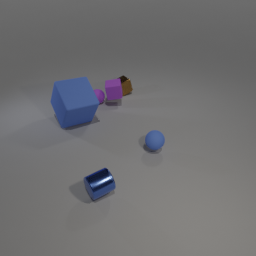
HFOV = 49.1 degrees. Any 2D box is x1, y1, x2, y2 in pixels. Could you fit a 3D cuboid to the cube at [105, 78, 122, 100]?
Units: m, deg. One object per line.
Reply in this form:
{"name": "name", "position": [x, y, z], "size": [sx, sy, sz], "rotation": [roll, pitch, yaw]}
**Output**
{"name": "cube", "position": [-0.658, -1.795, 13.013], "size": [0.700, 0.700, 0.700], "rotation": [-7, 37, 3]}

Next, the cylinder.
{"name": "cylinder", "position": [-0.818, 1.591, 8.037], "size": [0.700, 0.700, 0.700], "rotation": [-23, 38, -23]}

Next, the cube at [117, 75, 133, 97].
{"name": "cube", "position": [-0.270, -2.169, 14.415], "size": [0.700, 0.700, 0.700], "rotation": [-31, 40, -16]}

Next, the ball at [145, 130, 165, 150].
{"name": "ball", "position": [0.955, 0.426, 9.933], "size": [0.700, 0.700, 0.700], "rotation": [0, 31, 0]}

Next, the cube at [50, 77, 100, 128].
{"name": "cube", "position": [-2.201, -1.046, 11.454], "size": [1.400, 1.400, 1.400], "rotation": [-16, 67, -30]}

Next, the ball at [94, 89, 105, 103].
{"name": "ball", "position": [-1.464, -1.521, 13.495], "size": [0.700, 0.700, 0.700], "rotation": [0, 31, 0]}
